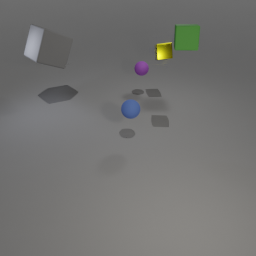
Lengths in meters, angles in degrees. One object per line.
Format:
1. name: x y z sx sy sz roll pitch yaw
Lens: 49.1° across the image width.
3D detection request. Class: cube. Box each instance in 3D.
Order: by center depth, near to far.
1. cube: 1.781 -2.776 8.550 0.700 0.700 0.700 2 24 6
2. cube: -3.500 -3.562 12.300 1.400 1.400 1.400 4 20 -45
3. cube: 1.606 -3.452 12.677 0.700 0.700 0.700 -5 14 0

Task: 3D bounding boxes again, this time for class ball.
1. ball: 0.098 -0.685 10.169 0.700 0.700 0.700 0 31 0
2. ball: 0.667 -2.918 13.739 0.700 0.700 0.700 0 31 0
